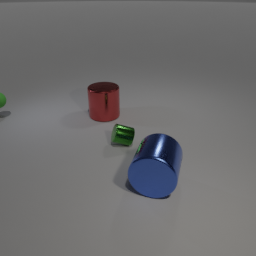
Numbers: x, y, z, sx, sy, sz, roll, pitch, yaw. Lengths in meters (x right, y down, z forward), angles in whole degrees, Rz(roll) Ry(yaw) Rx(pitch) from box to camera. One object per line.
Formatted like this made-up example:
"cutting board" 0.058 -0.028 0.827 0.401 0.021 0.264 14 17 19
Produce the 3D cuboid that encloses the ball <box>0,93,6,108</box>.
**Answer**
"ball" -5.677 -1.209 12.196 0.700 0.700 0.700 0 28 0

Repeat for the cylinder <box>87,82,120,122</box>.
"cylinder" -1.074 -1.196 12.545 1.400 1.400 1.400 0 28 0

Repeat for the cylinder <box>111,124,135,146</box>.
"cylinder" -0.192 0.251 10.386 0.700 0.700 0.700 14 24 -16

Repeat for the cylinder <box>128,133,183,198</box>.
"cylinder" 0.837 1.076 8.248 1.400 1.400 1.400 8 29 14
